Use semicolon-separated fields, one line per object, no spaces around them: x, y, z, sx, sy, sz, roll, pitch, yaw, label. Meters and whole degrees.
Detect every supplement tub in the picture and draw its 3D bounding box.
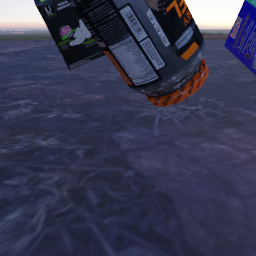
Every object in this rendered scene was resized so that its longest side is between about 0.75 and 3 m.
0.287;-1.890;5.258;1.758;2.871;1.758;-28;31;19;supplement tub

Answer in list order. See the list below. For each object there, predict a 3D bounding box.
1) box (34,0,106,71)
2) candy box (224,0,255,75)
-1.868;-3.439;9.039;1.446;2.327;1.728;-24;46;-2;box
2.635;-1.736;5.483;0.501;1.100;1.301;-20;58;-20;candy box
